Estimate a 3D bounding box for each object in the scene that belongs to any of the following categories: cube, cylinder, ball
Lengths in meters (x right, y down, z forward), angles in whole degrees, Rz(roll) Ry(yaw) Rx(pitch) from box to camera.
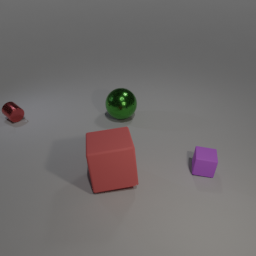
[{"bbox_3d":[-0.519,0.955,8.774,1.400,1.400,1.400,-9,27,-4],"label":"cube"},{"bbox_3d":[-5.075,-0.709,12.370,0.700,0.700,0.700,33,43,27],"label":"cylinder"},{"bbox_3d":[-0.300,-1.064,12.369,1.400,1.400,1.400,0,31,0],"label":"ball"},{"bbox_3d":[2.542,1.122,9.321,0.700,0.700,0.700,9,35,7],"label":"cube"}]
